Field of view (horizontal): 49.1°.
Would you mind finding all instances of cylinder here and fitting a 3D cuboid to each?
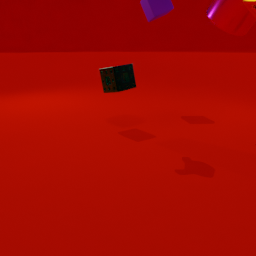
[{"bbox_3d":[2.974,-3.370,7.419,1.296,1.296,1.296,12,49,-14],"label":"cylinder"}]

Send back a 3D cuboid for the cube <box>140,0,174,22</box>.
[{"bbox_3d":[1.048,-4.507,10.262,0.810,0.810,0.810,-27,12,-7],"label":"cube"}]

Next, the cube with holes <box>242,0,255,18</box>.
[{"bbox_3d":[2.835,-2.337,4.696,1.056,1.056,1.056,19,7,-41],"label":"cube with holes"}]

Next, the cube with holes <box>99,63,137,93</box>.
[{"bbox_3d":[-0.303,-1.484,8.389,0.730,0.730,0.730,-19,15,-35],"label":"cube with holes"}]
